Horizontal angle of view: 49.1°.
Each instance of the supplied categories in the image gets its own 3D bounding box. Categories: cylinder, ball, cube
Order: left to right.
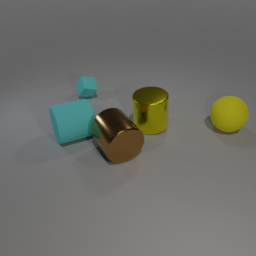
[{"bbox_3d":[-2.051,-0.257,10.405,1.400,1.400,1.400,-15,36,-21],"label":"cylinder"},{"bbox_3d":[-1.958,-1.955,13.309,0.700,0.700,0.700,1,64,-34],"label":"cube"},{"bbox_3d":[-0.376,0.237,9.574,1.400,1.400,1.400,-16,41,-24],"label":"cylinder"},{"bbox_3d":[0.888,-0.697,10.990,1.400,1.400,1.400,-3,37,2],"label":"cylinder"},{"bbox_3d":[3.930,-0.545,10.895,1.400,1.400,1.400,0,33,0],"label":"ball"}]
